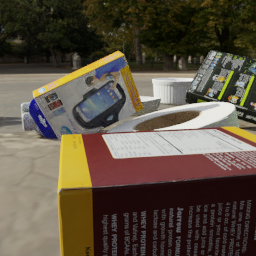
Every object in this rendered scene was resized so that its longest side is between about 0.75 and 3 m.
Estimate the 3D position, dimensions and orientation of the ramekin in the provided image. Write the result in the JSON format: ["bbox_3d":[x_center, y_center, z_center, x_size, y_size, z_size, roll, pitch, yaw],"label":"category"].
[{"bbox_3d":[2.248,-1.738,13.098,2.235,1.089,2.235,-1,13,0],"label":"ramekin"}]

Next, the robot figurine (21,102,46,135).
[{"bbox_3d":[-1.856,-0.348,7.362,1.774,1.002,1.504,-5,53,-20],"label":"robot figurine"}]

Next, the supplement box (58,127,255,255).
[{"bbox_3d":[0.298,0.772,1.832,1.387,1.368,0.921,-3,14,-11],"label":"supplement box"}]

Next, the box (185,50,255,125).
[{"bbox_3d":[3.136,-1.304,8.289,2.219,0.546,2.297,21,54,19],"label":"box"}]

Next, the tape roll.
[{"bbox_3d":[0.825,0.045,5.543,2.631,0.481,2.631,-14,11,3],"label":"tape roll"}]

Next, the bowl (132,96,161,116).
[{"bbox_3d":[0.302,-0.838,10.414,1.553,0.580,1.555,10,17,36],"label":"bowl"}]

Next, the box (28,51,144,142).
[{"bbox_3d":[-0.906,-0.532,6.015,2.278,1.356,0.472,-29,33,-9],"label":"box"}]
